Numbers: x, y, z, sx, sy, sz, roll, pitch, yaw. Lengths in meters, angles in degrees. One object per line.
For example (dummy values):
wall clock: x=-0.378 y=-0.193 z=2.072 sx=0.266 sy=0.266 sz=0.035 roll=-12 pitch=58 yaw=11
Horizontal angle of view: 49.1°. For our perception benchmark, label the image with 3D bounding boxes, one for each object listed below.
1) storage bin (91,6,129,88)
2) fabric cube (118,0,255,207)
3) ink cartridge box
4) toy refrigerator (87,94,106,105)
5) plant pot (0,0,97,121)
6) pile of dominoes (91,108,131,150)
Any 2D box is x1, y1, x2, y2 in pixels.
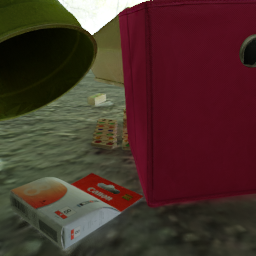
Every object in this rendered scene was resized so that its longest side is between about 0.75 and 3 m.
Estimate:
storage bin: x=0.325 y=-2.528 z=8.122 sx=2.701 sy=1.275 sz=2.721 roll=-44 pitch=34 yaw=-16
fabric cube: x=1.464 y=-0.734 z=5.252 sx=2.937 sy=2.984 sz=2.994 roll=-5 pitch=20 yaw=-6
ink cartridge box: x=-0.741 y=1.032 z=4.334 sx=1.318 sy=0.408 sz=1.626 roll=15 pitch=25 yaw=39
toy refrigerator: x=-1.290 y=-1.215 z=11.624 sx=0.361 sy=0.332 sz=0.950 roll=7 pitch=18 yaw=22
plant pot: x=-2.579 y=-2.090 z=5.640 sx=2.937 sy=2.828 sz=2.937 roll=-30 pitch=-10 yaw=-6
pile of dominoes: x=0.066 y=-0.051 z=7.754 sx=2.062 sy=0.421 sz=2.646 roll=0 pitch=17 yaw=-1
